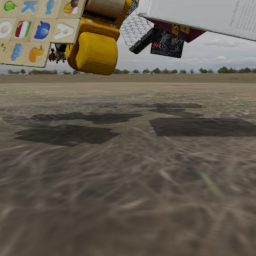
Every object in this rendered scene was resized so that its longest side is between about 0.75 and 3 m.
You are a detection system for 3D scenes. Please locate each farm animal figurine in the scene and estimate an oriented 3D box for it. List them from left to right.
[{"bbox_3d":[-2.008,-2.553,9.154,1.161,0.584,0.937,-11,2,13],"label":"farm animal figurine"}]

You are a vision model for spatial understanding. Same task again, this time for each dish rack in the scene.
[{"bbox_3d":[0.272,-4.023,10.989,1.413,1.843,0.503,-33,-14,35],"label":"dish rack"}]

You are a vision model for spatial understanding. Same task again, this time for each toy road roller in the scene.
[{"bbox_3d":[-0.862,-2.582,7.667,1.535,2.498,1.824,0,48,-35],"label":"toy road roller"}]

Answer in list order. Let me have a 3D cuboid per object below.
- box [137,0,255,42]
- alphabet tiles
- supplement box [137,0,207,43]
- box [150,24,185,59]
[{"bbox_3d":[1.837,-2.833,5.879,2.918,1.551,2.221,9,22,-8],"label":"box"},{"bbox_3d":[-1.971,-2.218,5.178,2.694,2.242,0.085,9,-9,21],"label":"alphabet tiles"},{"bbox_3d":[1.343,-3.690,8.365,0.957,1.233,2.235,-36,59,-21],"label":"supplement box"},{"bbox_3d":[1.426,-3.095,9.886,1.127,1.026,0.587,12,28,12],"label":"box"}]
